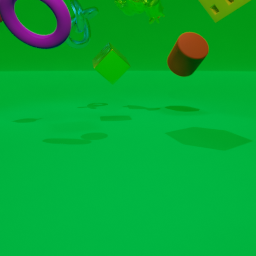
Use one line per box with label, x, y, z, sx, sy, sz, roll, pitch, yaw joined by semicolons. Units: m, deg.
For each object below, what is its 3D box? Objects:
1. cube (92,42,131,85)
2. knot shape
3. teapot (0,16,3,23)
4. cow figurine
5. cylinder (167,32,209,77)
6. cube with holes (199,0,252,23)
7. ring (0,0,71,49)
cube;-0.532;-2.011;8.720;0.811;0.811;0.811;38;17;-28
knot shape;-1.803;-4.060;10.477;0.850;1.840;1.722;21;-16;8
teapot;-3.650;-3.096;7.413;1.202;0.589;0.747;-1;6;-38
cow figurine;0.439;-4.230;9.761;1.557;0.869;1.583;42;-17;-21
cylinder;2.271;-2.797;10.760;1.222;1.222;1.222;-3;-21;-14
cube with holes;1.914;-2.989;4.808;1.362;1.362;1.362;-43;10;-8
ring;-1.681;-2.015;5.099;1.314;1.314;0.263;2;52;10
